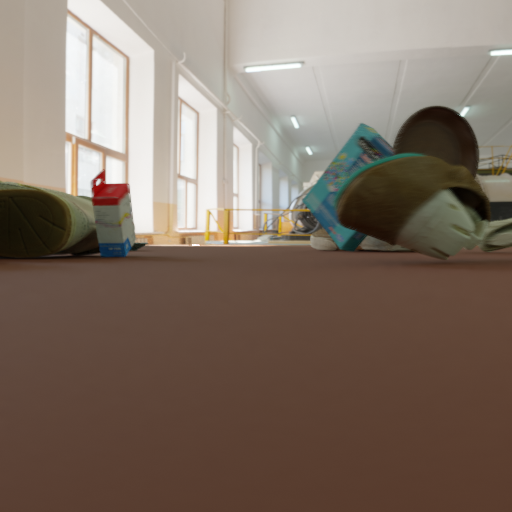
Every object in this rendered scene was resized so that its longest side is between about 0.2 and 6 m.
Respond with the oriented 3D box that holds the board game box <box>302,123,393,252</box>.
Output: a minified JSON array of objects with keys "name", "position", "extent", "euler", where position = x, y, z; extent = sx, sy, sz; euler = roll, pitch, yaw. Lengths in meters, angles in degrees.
[{"name":"board game box","position":[2.008,-1.336,11.105],"extent":[0.475,2.025,1.529],"euler":[8,38,-45]}]

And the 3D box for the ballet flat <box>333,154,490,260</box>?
[{"name":"ballet flat","position":[1.756,-0.420,5.518],"extent":[0.964,0.904,2.664],"euler":[49,28,21]}]

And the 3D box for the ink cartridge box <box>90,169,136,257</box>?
[{"name":"ink cartridge box","position":[-1.753,-0.535,6.912],"extent":[0.329,0.977,0.568],"euler":[0,25,3]}]

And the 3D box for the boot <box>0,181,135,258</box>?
[{"name":"boot","position":[-3.246,-0.477,7.379],"extent":[2.799,1.009,2.165],"euler":[6,3,11]}]

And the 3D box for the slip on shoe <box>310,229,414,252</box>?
[{"name":"slip on shoe","position":[2.342,-0.613,12.303],"extent":[1.290,1.028,3.393],"euler":[-1,1,-22]}]

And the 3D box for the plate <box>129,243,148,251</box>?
[{"name":"plate","position":[-3.353,-0.213,12.958],"extent":[1.704,0.218,1.704],"euler":[-1,2,0]}]

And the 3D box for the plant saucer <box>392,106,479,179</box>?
[{"name":"plant saucer","position":[3.007,-1.659,9.599],"extent":[1.747,1.747,0.320],"euler":[0,6,-19]}]

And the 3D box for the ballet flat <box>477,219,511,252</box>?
[{"name":"ballet flat","position":[4.976,-0.464,10.220],"extent":[1.892,0.657,0.657],"euler":[-17,-5,23]}]
